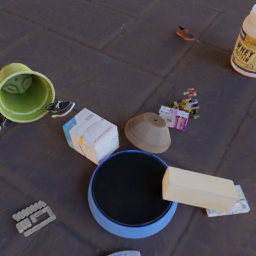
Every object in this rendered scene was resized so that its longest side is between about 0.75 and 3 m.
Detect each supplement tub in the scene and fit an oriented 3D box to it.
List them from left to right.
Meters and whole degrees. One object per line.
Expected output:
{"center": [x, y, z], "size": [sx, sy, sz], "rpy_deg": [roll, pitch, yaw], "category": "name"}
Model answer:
{"center": [5.690, -3.727, 11.955], "size": [1.915, 2.652, 1.915], "rpy_deg": [0, 51, 0], "category": "supplement tub"}

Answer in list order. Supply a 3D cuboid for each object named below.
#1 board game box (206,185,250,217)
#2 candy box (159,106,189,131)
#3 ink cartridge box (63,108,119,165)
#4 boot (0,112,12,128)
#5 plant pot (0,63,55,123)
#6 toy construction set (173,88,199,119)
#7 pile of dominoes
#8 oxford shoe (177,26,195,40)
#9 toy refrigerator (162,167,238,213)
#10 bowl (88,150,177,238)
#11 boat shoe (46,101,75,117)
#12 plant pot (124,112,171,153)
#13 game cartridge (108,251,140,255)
{"center": [2.980, 2.234, 8.651], "size": [1.250, 0.214, 0.840], "rpy_deg": [-5, 50, -5], "category": "board game box"}
{"center": [1.682, -0.365, 10.476], "size": [1.062, 0.724, 0.324], "rpy_deg": [16, 51, 12], "category": "candy box"}
{"center": [-1.239, 0.298, 9.647], "size": [1.504, 1.098, 1.104], "rpy_deg": [30, 57, 26], "category": "ink cartridge box"}
{"center": [-4.828, -0.411, 10.747], "size": [0.733, 0.356, 0.973], "rpy_deg": [5, 47, 3], "category": "boot"}
{"center": [-4.131, -1.567, 10.807], "size": [2.061, 2.061, 1.895], "rpy_deg": [-25, 42, -19], "category": "plant pot"}
{"center": [2.198, -0.971, 10.804], "size": [0.855, 1.113, 0.928], "rpy_deg": [-15, 44, -6], "category": "toy construction set"}
{"center": [-2.819, 2.707, 8.411], "size": [1.050, 0.167, 0.819], "rpy_deg": [-26, 55, -30], "category": "pile of dominoes"}
{"center": [2.949, -4.842, 14.325], "size": [0.389, 0.396, 1.093], "rpy_deg": [-37, 60, -26], "category": "oxford shoe"}
{"center": [2.036, 1.807, 8.131], "size": [1.990, 0.696, 0.755], "rpy_deg": [13, 33, -4], "category": "toy refrigerator"}
{"center": [0.154, 1.908, 8.735], "size": [2.847, 0.559, 2.847], "rpy_deg": [0, 50, 0], "category": "bowl"}
{"center": [-2.510, -0.735, 10.171], "size": [1.526, 0.460, 0.577], "rpy_deg": [-14, 40, 44], "category": "boat shoe"}
{"center": [0.802, 0.014, 9.752], "size": [1.704, 0.786, 1.704], "rpy_deg": [17, 35, -12], "category": "plant pot"}
{"center": [-0.202, 3.741, 7.472], "size": [1.195, 0.248, 0.796], "rpy_deg": [-11, 56, -8], "category": "game cartridge"}
